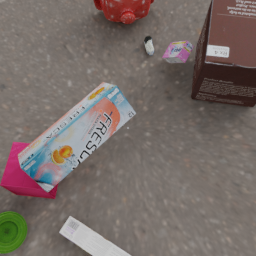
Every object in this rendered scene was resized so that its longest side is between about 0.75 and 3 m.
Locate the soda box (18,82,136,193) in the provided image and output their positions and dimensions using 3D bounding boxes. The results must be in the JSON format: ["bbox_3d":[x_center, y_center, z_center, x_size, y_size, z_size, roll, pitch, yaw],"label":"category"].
[{"bbox_3d":[-1.066,0.120,5.923,2.486,0.790,0.850,-42,27,-10],"label":"soda box"}]

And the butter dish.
[{"bbox_3d":[-0.065,-3.998,8.742,2.114,2.108,1.562,-6,74,-1],"label":"butter dish"}]

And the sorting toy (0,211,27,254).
[{"bbox_3d":[-3.215,2.192,6.250,1.758,0.722,1.057,18,67,-35],"label":"sorting toy"}]

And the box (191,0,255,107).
[{"bbox_3d":[2.823,-1.879,7.381,1.883,2.269,1.863,9,75,6],"label":"box"}]

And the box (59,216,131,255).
[{"bbox_3d":[-0.501,2.782,6.310,2.254,0.436,0.467,28,70,13],"label":"box"}]

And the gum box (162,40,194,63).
[{"bbox_3d":[1.452,-2.241,8.294,0.315,0.953,0.541,30,89,-26],"label":"gum box"}]

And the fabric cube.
[{"bbox_3d":[-2.268,1.054,6.820,1.063,1.043,1.060,5,64,2],"label":"fabric cube"}]

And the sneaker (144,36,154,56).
[{"bbox_3d":[0.679,-2.664,9.039,0.271,0.273,0.754,-8,63,5],"label":"sneaker"}]
